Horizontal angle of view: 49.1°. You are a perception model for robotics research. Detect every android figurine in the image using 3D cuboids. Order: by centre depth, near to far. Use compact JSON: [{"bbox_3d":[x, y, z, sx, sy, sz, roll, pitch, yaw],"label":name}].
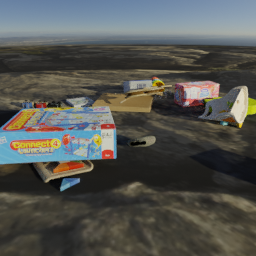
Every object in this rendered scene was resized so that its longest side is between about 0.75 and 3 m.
[{"bbox_3d":[4.388,-0.921,11.764,2.317,0.476,2.109,1,21,5],"label":"android figurine"}]

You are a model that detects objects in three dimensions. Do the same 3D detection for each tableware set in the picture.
[{"bbox_3d":[0.704,-1.451,12.210,1.621,0.491,2.452,-6,6,36],"label":"tableware set"}]

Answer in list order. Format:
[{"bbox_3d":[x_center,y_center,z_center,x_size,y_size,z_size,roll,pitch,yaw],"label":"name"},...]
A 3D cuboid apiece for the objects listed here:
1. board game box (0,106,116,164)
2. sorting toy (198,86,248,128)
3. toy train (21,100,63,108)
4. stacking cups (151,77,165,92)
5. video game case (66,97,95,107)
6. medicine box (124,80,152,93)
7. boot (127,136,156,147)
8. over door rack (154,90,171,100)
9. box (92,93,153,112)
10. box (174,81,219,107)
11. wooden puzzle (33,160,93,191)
[{"bbox_3d":[-1.907,0.067,8.256,2.900,0.828,2.962,-2,16,-8],"label":"board game box"},{"bbox_3d":[3.542,-0.693,10.580,1.577,0.936,1.752,1,39,40],"label":"sorting toy"},{"bbox_3d":[-3.798,-0.996,12.238,1.856,0.317,0.425,2,33,4],"label":"toy train"},{"bbox_3d":[1.570,-2.372,15.507,0.702,0.702,2.320,0,16,0],"label":"stacking cups"},{"bbox_3d":[-2.177,-1.205,12.985,1.065,0.129,1.168,-11,24,-27],"label":"video game case"},{"bbox_3d":[0.484,-2.074,14.208,1.168,0.660,1.283,-5,10,-14],"label":"medicine box"},{"bbox_3d":[0.438,0.426,8.135,0.926,0.314,0.605,-8,3,-13],"label":"boot"},{"bbox_3d":[1.488,-1.608,13.822,0.812,0.366,1.099,-15,11,-34],"label":"over door rack"},{"bbox_3d":[-0.165,-1.159,12.661,2.495,0.265,2.039,4,22,8],"label":"box"},{"bbox_3d":[3.136,-1.598,12.872,1.854,0.951,0.878,-8,22,-18],"label":"box"},{"bbox_3d":[-1.719,0.914,7.300,1.373,0.238,2.035,-17,27,-36],"label":"wooden puzzle"}]
